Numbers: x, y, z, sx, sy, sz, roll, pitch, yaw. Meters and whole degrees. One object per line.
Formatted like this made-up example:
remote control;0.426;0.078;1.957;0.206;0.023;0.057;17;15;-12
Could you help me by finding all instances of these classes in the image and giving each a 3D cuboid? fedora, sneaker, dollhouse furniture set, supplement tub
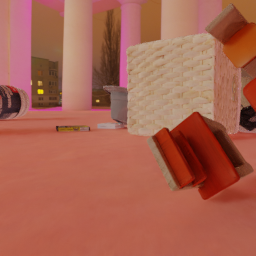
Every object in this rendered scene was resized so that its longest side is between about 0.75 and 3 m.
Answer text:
fedora;0.183;-0.600;9.546;2.379;1.074;2.104;14;-2;-43
sneaker;3.741;-0.302;7.598;1.535;0.873;0.579;2;5;23
dollhouse furniture set;1.025;-0.149;1.904;1.635;1.653;0.852;-42;-31;29
supplement tub;-6.864;-1.386;15.073;1.881;1.881;2.681;2;5;23

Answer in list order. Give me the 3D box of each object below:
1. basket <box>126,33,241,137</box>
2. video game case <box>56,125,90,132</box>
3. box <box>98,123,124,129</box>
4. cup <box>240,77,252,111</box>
basket;1.337;-0.975;6.919;2.382;2.361;1.916;3;8;36
video game case;-1.687;0.007;8.480;0.926;0.131;1.024;-2;4;-17
box;-0.557;-0.078;9.354;0.638;0.169;0.819;2;6;21
cup;4.666;-1.206;12.377;2.735;1.956;2.735;1;4;0
